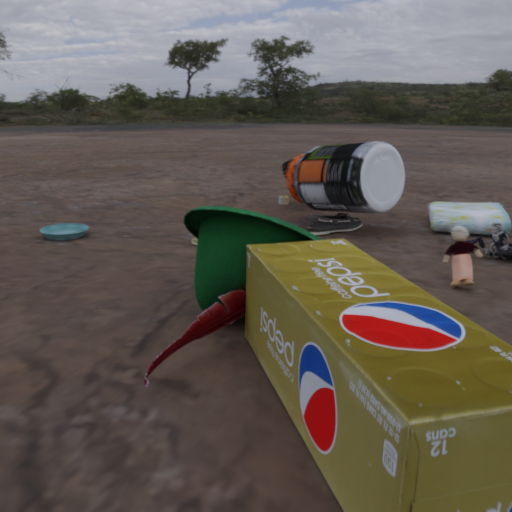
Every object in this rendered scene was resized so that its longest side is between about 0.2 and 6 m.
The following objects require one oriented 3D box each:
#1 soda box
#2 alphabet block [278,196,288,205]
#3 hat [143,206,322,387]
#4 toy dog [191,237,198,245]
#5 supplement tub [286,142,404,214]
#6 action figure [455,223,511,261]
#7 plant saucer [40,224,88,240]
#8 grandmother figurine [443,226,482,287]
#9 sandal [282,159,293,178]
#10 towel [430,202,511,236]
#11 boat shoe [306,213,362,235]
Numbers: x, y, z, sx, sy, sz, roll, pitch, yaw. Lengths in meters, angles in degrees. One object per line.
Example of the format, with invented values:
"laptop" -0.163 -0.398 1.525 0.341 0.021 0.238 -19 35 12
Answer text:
"soda box" 0.931 0.912 5.121 1.294 1.223 3.821 -3 17 -15
"alphabet block" 0.725 -1.473 14.816 0.216 0.211 0.213 -3 19 -13
"hat" -0.314 0.781 7.282 2.614 2.301 2.165 24 -18 -28
"toy dog" -1.004 -0.391 11.075 0.434 0.312 0.448 18 21 15
"supplement tub" 1.856 -1.685 12.166 1.474 1.474 2.406 -12 14 -35
"action figure" 4.269 -0.251 10.011 1.315 0.671 0.782 3 6 17
"plant saucer" -3.965 -0.485 11.602 0.951 0.171 0.951 0 16 0
"grandmother figurine" 3.180 -0.013 8.652 0.571 0.942 0.285 -6 -17 18
"sandal" 1.254 -1.999 14.736 0.676 1.062 2.826 -25 -12 26
"towel" 4.639 -0.824 12.319 1.570 0.442 1.835 1 17 15
"boat shoe" 1.713 -0.751 11.999 1.518 0.433 0.508 -11 17 -34
